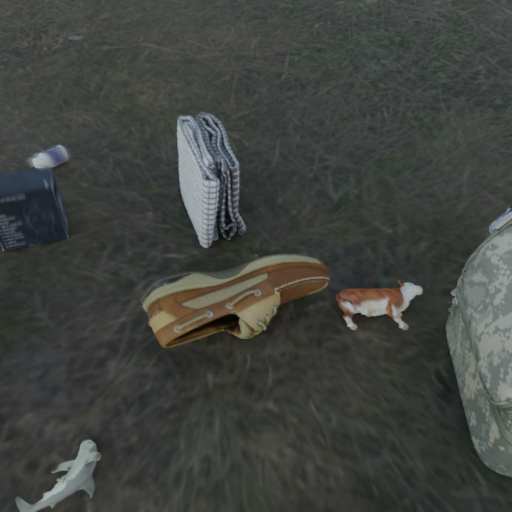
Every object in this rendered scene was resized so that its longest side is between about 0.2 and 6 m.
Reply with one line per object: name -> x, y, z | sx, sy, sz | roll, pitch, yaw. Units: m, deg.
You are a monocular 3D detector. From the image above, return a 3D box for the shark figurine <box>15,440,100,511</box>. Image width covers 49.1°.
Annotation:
shark figurine -> -2.299, 2.895, 6.976 | 0.768, 0.537, 1.286 | -9, 25, 41

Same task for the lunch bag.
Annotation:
lunch bag -> 3.846, 1.036, 7.318 | 2.078, 2.501, 2.982 | 3, 45, 2

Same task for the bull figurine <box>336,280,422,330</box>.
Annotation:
bull figurine -> 2.004, 0.778, 8.979 | 1.407, 0.458, 0.854 | -4, 31, 0

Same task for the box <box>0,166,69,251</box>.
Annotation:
box -> -4.136, -0.851, 10.094 | 1.193, 1.173, 0.739 | -13, 44, -12

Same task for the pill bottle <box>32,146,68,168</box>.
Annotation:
pill bottle -> -4.368, -2.059, 11.865 | 0.362, 0.362, 0.653 | 34, 52, 29

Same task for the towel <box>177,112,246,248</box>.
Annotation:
towel -> -0.831, -1.438, 10.358 | 0.878, 1.699, 2.052 | -11, 46, -17

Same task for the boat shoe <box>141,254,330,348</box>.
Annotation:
boat shoe -> -0.240, 0.777, 8.704 | 2.942, 1.113, 1.086 | -11, 64, -15
